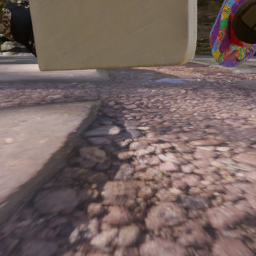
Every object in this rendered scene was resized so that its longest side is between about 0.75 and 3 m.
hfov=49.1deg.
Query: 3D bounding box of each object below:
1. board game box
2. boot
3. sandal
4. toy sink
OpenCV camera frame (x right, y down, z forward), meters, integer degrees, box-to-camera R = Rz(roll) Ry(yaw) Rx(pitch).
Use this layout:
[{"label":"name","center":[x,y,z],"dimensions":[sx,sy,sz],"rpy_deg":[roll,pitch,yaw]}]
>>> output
[{"label":"board game box","center":[2.787,-2.436,5.922],"dimensions":[2.026,2.565,0.499],"rpy_deg":[1,29,-41]},{"label":"boot","center":[-2.028,-2.795,6.547],"dimensions":[1.707,2.267,0.830],"rpy_deg":[30,19,27]},{"label":"sandal","center":[1.703,-1.327,3.265],"dimensions":[1.496,0.408,0.611],"rpy_deg":[-12,-20,-31]},{"label":"toy sink","center":[0.010,-1.916,4.218],"dimensions":[2.977,1.941,1.668],"rpy_deg":[7,18,42]}]
